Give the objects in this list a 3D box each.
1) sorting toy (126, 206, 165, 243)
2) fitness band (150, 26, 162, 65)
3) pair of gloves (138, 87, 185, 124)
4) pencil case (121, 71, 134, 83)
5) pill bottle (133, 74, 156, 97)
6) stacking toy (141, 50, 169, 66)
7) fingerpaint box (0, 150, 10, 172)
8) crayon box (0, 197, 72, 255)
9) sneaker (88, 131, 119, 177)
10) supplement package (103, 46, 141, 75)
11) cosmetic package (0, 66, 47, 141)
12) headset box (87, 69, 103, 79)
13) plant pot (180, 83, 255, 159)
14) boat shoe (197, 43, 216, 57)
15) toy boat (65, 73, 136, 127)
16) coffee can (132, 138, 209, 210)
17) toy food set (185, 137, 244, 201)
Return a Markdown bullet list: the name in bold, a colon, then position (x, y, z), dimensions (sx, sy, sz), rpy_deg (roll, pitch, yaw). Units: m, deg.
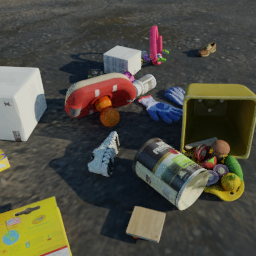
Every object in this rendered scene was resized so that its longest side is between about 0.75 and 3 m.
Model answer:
- **sorting toy**: position (0.486, 2.629, 7.537), dimensions (0.868, 0.304, 0.873), rpy_deg (10, 39, 14)
- **fitness band**: position (1.550, -4.599, 15.630), dimensions (0.387, 2.070, 1.486), rpy_deg (0, 13, 21)
- **pair of gloves**: position (2.026, -1.104, 12.431), dimensions (2.884, 0.329, 2.319), rpy_deg (-22, 43, -26)
- **pencil case**: position (-0.747, -2.142, 13.361), dimensions (1.993, 0.904, 0.933), rpy_deg (-18, 72, -23)
- **pill bottle**: position (0.667, -1.996, 13.259), dimensions (0.735, 0.735, 1.292), rpy_deg (29, 46, 32)
- **stacking toy**: position (1.398, -3.994, 15.967), dimensions (1.742, 0.409, 1.313), rpy_deg (1, 37, 19)
- **fingerpaint box**: position (-4.782, 1.172, 9.314), dimensions (1.263, 0.463, 1.054), rpy_deg (-29, 45, -32)
- **crayon box**: position (-2.235, 2.977, 6.799), dimensions (1.586, 0.635, 2.499), rpy_deg (-14, 40, -18)
- **sneaker**: position (-0.800, 0.793, 9.667), dimensions (0.812, 0.753, 2.003), rpy_deg (0, 36, 14)
- **supplement package**: position (-0.289, -3.516, 14.935), dimensions (1.500, 1.103, 1.434), rpy_deg (19, 41, 23)
- **cosmetic package**: position (-4.626, -1.005, 10.925), dimensions (1.964, 1.962, 2.381), rpy_deg (4, 36, 5)
- **headset box**: position (-1.666, -2.616, 14.318), dimensions (0.809, 0.431, 0.929), rpy_deg (-5, 38, -6)
- **plant pot**: position (3.099, -0.520, 10.126), dimensions (2.283, 2.298, 2.351), rpy_deg (2, 29, 10)
- **boat shoe**: position (4.809, -4.824, 17.078), dimensions (0.607, 0.592, 1.604), rpy_deg (31, 47, 34)
- **toy boat**: position (-0.954, -0.934, 11.341), dimensions (2.958, 1.930, 1.933), rpy_deg (-21, 72, -24)
- **coffee can**: position (1.238, 1.325, 8.375), dimensions (1.359, 1.359, 1.857), rpy_deg (-28, 46, -32)
- **toy food set**: position (2.818, 1.058, 8.919), dimensions (1.451, 0.806, 2.467), rpy_deg (-7, 47, -10)
